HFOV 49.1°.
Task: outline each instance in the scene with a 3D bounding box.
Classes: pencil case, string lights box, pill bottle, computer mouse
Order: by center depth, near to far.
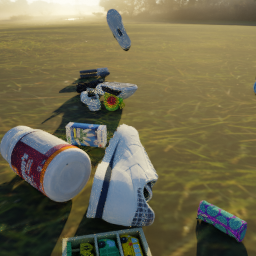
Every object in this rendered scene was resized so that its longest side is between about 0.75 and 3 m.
[{"bbox_3d":[1.608,1.599,4.846,0.839,0.357,0.388,22,17,39],"label":"pencil case"},{"bbox_3d":[-1.822,0.665,5.978,2.008,1.100,1.100,20,31,37],"label":"pill bottle"},{"bbox_3d":[-1.131,0.185,7.671,1.059,0.544,0.312,5,25,10],"label":"string lights box"},{"bbox_3d":[-0.764,-1.522,11.378,1.521,0.608,2.773,-16,23,-40],"label":"computer mouse"}]

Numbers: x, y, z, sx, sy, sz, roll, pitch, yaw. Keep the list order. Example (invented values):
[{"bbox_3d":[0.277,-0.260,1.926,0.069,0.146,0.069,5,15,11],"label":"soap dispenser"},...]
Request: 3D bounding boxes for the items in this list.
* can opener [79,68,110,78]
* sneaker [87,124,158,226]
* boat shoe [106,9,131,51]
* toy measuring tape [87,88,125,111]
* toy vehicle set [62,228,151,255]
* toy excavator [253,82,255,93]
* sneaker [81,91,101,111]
[{"bbox_3d":[-1.679,-2.790,14.275,1.527,0.407,0.511,-10,26,-19],"label":"can opener"},{"bbox_3d":[0.026,0.884,5.801,1.157,1.099,2.876,12,30,3],"label":"sneaker"},{"bbox_3d":[-0.350,-3.454,9.961,0.543,1.536,0.489,-22,-2,-1],"label":"boat shoe"},{"bbox_3d":[-0.849,-0.983,10.046,1.543,0.567,0.567,19,28,8],"label":"toy measuring tape"},{"bbox_3d":[-0.193,2.213,3.617,1.283,0.274,2.064,-5,25,-11],"label":"toy vehicle set"},{"bbox_3d":[5.837,-1.457,11.188,1.490,0.766,1.533,6,38,17],"label":"toy excavator"},{"bbox_3d":[-1.394,-1.193,10.597,0.604,0.585,1.653,-11,27,-23],"label":"sneaker"}]
